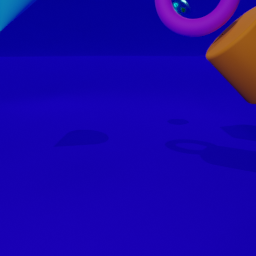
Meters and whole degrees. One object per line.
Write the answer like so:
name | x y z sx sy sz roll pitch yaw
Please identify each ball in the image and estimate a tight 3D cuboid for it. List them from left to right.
ball | 1.167 -2.778 6.831 0.720 0.720 0.720 0 16 0

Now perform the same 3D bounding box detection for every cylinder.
cylinder | 2.045 -1.149 4.510 1.117 1.117 1.117 43 11 -11

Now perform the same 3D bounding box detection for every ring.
ring | 1.094 -2.157 4.481 1.359 1.359 0.272 6 6 19

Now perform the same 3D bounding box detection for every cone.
cone | -1.960 -2.339 4.794 1.408 1.413 1.408 22 7 -3
